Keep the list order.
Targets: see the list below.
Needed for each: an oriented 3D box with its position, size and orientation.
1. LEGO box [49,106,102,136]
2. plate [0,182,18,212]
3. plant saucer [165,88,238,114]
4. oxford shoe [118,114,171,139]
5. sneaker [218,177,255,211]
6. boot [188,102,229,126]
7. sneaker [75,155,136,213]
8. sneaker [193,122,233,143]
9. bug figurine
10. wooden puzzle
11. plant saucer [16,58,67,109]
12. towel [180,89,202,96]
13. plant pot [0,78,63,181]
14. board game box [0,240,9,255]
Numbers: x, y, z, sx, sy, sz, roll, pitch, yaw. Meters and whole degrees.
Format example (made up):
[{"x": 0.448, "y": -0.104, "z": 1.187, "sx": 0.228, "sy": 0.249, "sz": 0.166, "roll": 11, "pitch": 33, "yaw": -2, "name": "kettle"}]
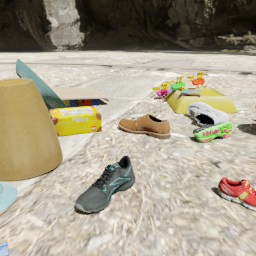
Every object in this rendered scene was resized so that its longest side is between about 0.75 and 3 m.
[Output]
[{"x": -1.911, "y": -0.279, "z": 10.093, "sx": 1.698, "sy": 0.655, "sz": 1.265, "roll": -7, "pitch": 21, "yaw": -18, "name": "LEGO box"}, {"x": -3.112, "y": 1.450, "z": 5.934, "sx": 1.445, "sy": 0.185, "sz": 1.445, "roll": -1, "pitch": 19, "yaw": 0, "name": "plate"}, {"x": 3.360, "y": -1.390, "z": 13.238, "sx": 2.797, "sy": 0.678, "sz": 2.798, "roll": 0, "pitch": 19, "yaw": -3, "name": "plant saucer"}, {"x": 0.554, "y": -0.174, "z": 9.755, "sx": 2.031, "sy": 0.724, "sz": 0.724, "roll": 9, "pitch": 23, "yaw": 28, "name": "oxford shoe"}, {"x": 2.458, "y": 1.326, "z": 5.785, "sx": 1.198, "sy": 0.509, "sz": 0.461, "roll": 12, "pitch": 23, "yaw": 31, "name": "sneaker"}, {"x": 2.824, "y": -0.531, "z": 10.715, "sx": 0.918, "sy": 0.707, "sz": 1.921, "roll": -7, "pitch": 21, "yaw": -36, "name": "boot"}, {"x": -0.476, "y": 1.158, "z": 6.021, "sx": 0.660, "sy": 0.694, "sz": 1.751, "roll": 14, "pitch": 25, "yaw": 31, "name": "sneaker"}, {"x": 2.843, "y": 0.044, "z": 9.293, "sx": 1.572, "sy": 0.603, "sz": 0.658, "roll": -8, "pitch": 25, "yaw": -25, "name": "sneaker"}, {"x": 2.563, "y": -2.093, "z": 14.374, "sx": 2.139, "sy": 0.710, "sz": 2.759, "roll": -13, "pitch": -2, "yaw": -35, "name": "bug figurine"}, {"x": -2.568, "y": -1.562, "z": 13.735, "sx": 2.704, "sy": 0.626, "sz": 2.505, "roll": 0, "pitch": 18, "yaw": -26, "name": "wooden puzzle"}, {"x": -3.873, "y": -1.748, "z": 12.172, "sx": 0.521, "sy": 2.896, "sz": 2.896, "roll": -47, "pitch": 35, "yaw": -10, "name": "plant saucer"}, {"x": 2.895, "y": -1.613, "z": 12.791, "sx": 0.923, "sy": 0.137, "sz": 1.258, "roll": 6, "pitch": 17, "yaw": 15, "name": "towel"}, {"x": -2.858, "y": -0.105, "z": 7.240, "sx": 2.065, "sy": 2.216, "sz": 2.065, "roll": -2, "pitch": 21, "yaw": 1, "name": "plant pot"}, {"x": -2.315, "y": 2.032, "z": 4.446, "sx": 0.770, "sy": 0.075, "sz": 0.397, "roll": -9, "pitch": 23, "yaw": -23, "name": "board game box"}]
